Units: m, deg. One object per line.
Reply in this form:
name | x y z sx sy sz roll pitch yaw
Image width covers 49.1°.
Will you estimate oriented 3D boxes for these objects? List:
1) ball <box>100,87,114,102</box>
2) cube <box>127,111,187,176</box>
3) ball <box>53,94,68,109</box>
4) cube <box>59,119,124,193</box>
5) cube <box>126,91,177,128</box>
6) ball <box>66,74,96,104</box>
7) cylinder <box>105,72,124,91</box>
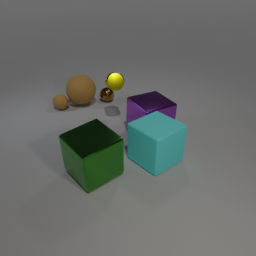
ball | -1.022 -1.633 13.668 0.700 0.700 0.700 0 31 0
cube | 0.942 0.471 9.386 1.400 1.400 1.400 -24 38 -34
ball | -3.099 -1.210 12.873 0.700 0.700 0.700 0 31 0
cube | -1.087 0.805 8.595 1.400 1.400 1.400 -27 44 -31
cube | 0.869 -0.448 10.875 1.400 1.400 1.400 -16 36 -27
ball | -2.211 -1.810 13.170 1.400 1.400 1.400 0 31 0
cylinder | -0.552 -1.879 11.206 0.700 0.700 0.700 -6 15 -11
